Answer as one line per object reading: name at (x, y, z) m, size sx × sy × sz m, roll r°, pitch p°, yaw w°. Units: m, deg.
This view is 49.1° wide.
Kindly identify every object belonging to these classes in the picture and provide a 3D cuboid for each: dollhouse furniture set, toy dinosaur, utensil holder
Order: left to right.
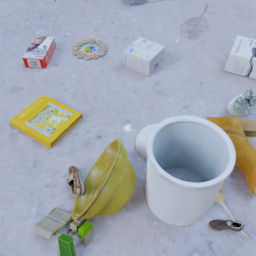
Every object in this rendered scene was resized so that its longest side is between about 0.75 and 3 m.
dollhouse furniture set at (-1.900, 3.128, 8.311) m, size 1.539 × 0.772 × 1.008 m, roll 11°, pitch 27°, yaw 31°
toy dinosaur at (-1.362, 3.007, 8.488) m, size 1.039 × 0.246 × 0.458 m, roll -34°, pitch 51°, yaw -29°
utensil holder at (1.615, 1.365, 8.261) m, size 2.288 × 2.693 × 2.288 m, roll 1°, pitch 49°, yaw -1°

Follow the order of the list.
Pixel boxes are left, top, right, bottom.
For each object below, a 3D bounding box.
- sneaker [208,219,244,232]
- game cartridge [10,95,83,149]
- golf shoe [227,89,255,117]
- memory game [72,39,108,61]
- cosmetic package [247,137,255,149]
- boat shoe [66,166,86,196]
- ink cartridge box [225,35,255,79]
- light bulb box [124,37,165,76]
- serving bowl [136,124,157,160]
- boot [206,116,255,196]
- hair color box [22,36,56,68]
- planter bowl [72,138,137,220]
sneaker at (2.971, 2.893, 8.471) m, size 1.019 × 0.385 × 0.359 m, roll 3°, pitch 49°, yaw 2°
game cartridge at (-3.271, -0.357, 11.275) m, size 2.213 × 0.359 × 1.951 m, roll 27°, pitch 54°, yaw 20°
golf shoe at (4.378, -0.840, 11.196) m, size 2.056 × 1.000 × 0.805 m, roll -28°, pitch 91°, yaw -45°
memory game at (-2.002, -4.137, 14.660) m, size 1.900 × 0.121 × 1.900 m, roll 0°, pitch 49°, yaw 0°
cosmetic package at (5.448, 0.634, 10.313) m, size 1.600 × 0.548 × 2.121 m, roll -7°, pitch 50°, yaw -3°
boat shoe at (-1.788, 1.724, 9.278) m, size 0.452 × 0.463 × 1.224 m, roll 2°, pitch 33°, yaw -32°
ink cartridge box at (6.106, -3.273, 13.304) m, size 2.478 × 1.038 × 1.798 m, roll 20°, pitch 52°, yaw 16°
light bulb box at (0.797, -3.479, 13.566) m, size 1.470 × 0.917 × 1.457 m, roll 28°, pitch 56°, yaw 23°
serving bowl at (1.148, 0.446, 10.454) m, size 1.711 × 0.563 × 1.711 m, roll 1°, pitch 49°, yaw -1°
boot at (3.571, 0.896, 9.955) m, size 2.113 × 1.038 × 2.951 m, roll 1°, pitch 59°, yaw 20°
hair color box at (-4.418, -3.838, 14.085) m, size 1.068 × 0.616 × 1.927 m, roll 4°, pitch 48°, yaw 4°
planter bowl at (-0.516, 1.729, 8.474) m, size 1.126 × 2.704 × 2.704 m, roll 31°, pitch 51°, yaw -12°
